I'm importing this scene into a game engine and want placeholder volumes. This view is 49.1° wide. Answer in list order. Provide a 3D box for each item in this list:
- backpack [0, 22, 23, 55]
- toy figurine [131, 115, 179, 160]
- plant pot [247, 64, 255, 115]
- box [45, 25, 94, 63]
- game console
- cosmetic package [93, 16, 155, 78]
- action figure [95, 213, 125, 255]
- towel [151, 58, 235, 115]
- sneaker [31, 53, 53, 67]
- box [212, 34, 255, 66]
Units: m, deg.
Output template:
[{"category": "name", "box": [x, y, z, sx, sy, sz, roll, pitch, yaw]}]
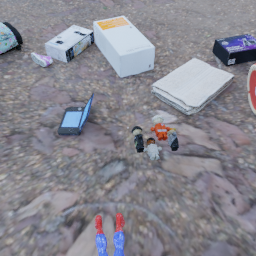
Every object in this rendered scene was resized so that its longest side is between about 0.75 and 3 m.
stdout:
[{"category": "backpack", "box": [-5.626, -3.789, 11.929, 1.781, 1.128, 1.487, -37, 58, -28]}, {"category": "toy figurine", "box": [0.782, 0.277, 7.930, 1.146, 1.128, 0.797, -31, 49, 26]}, {"category": "plant pot", "box": [5.118, -1.316, 8.914, 2.087, 2.359, 2.359, -7, 46, 7]}, {"category": "box", "box": [-2.500, -3.702, 12.204, 1.154, 0.595, 1.979, 24, 50, 21]}, {"category": "game console", "box": [-1.658, -0.465, 8.930, 1.097, 0.760, 1.285, 0, 45, 6]}, {"category": "cosmetic package", "box": [-0.237, -3.464, 11.656, 1.509, 1.060, 2.975, -19, 50, -17]}, {"category": "action figure", "box": [-0.276, 3.101, 5.639, 0.846, 1.284, 2.594, -7, 24, -2]}, {"category": "towel", "box": [2.394, -1.645, 10.303, 1.900, 0.494, 2.867, 35, 55, 28]}, {"category": "sneaker", "box": [-3.537, -2.872, 11.625, 0.991, 0.359, 0.565, 36, 50, 21]}, {"category": "box", "box": [4.634, -3.310, 11.803, 1.688, 0.666, 1.192, -13, 45, -12]}]
